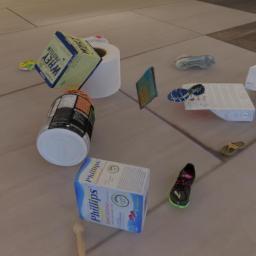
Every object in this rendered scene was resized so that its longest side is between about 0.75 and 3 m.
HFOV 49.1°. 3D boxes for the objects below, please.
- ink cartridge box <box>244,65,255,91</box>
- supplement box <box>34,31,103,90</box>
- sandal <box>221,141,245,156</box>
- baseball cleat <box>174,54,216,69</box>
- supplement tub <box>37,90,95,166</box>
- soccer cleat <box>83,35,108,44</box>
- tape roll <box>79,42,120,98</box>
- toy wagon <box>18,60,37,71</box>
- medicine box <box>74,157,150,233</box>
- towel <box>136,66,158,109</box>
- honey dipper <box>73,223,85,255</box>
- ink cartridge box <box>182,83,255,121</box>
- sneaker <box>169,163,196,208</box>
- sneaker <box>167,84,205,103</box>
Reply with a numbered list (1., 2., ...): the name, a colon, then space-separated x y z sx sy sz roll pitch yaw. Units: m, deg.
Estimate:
1. ink cartridge box: 6.004 -2.079 11.569 1.535 0.900 2.096 24 31 34
2. supplement box: -1.984 -2.191 9.442 1.026 1.529 1.527 50 25 16
3. sandal: 3.362 0.585 8.926 0.976 0.264 0.392 -19 41 -23
4. baseball cleat: 3.272 -3.377 13.789 1.956 0.682 1.041 -5 38 -8
5. supplement tub: -1.832 -0.119 8.820 1.500 1.500 2.448 1 35 1
6. soccer cleat: -2.322 -4.422 15.099 2.540 0.872 1.082 4 45 11
7. tape roll: -1.447 -2.477 11.875 2.268 1.557 2.268 0 37 0
8. toy wagon: -4.864 -3.145 13.866 0.838 0.214 1.080 22 43 26
9. medicine box: -0.346 1.591 6.625 1.583 1.442 0.815 9 38 11
10. towel: 0.567 -1.217 8.711 0.144 1.329 0.975 -4 77 -19
11. honey dipper: -0.894 2.917 5.759 0.440 0.440 2.319 -8 36 -10
12. ink cartridge box: 3.392 -1.035 10.881 2.462 0.582 1.971 0 37 6
13. sneaker: 1.464 1.482 7.457 0.562 0.613 1.464 12 39 15
14. sneaker: 2.111 -1.200 10.276 1.360 0.524 0.580 -12 -7 0
